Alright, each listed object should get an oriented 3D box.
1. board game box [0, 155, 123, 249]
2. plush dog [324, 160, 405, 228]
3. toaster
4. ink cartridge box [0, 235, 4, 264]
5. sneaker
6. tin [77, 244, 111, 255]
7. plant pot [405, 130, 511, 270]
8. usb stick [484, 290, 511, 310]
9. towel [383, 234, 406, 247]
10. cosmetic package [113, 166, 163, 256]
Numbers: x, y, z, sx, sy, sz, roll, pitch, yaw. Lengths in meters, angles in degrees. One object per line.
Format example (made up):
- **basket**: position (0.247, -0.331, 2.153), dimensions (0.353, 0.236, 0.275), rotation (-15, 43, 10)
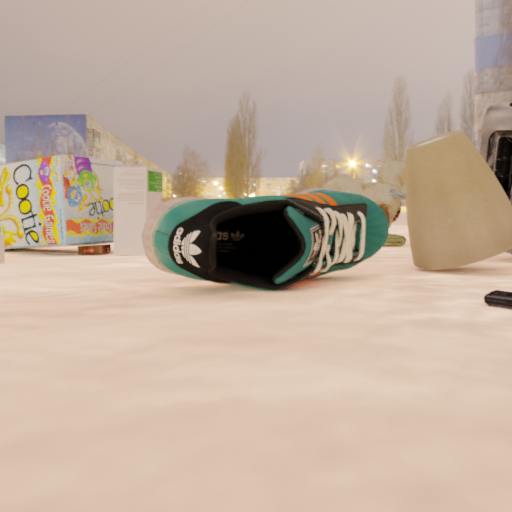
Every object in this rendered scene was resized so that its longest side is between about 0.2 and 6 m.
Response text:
- **board game box**: position (-4.344, -0.987, 11.233), dimensions (3.173, 1.634, 1.664), rotation (-2, 3, 29)
- **plush dog**: position (2.966, -1.114, 14.280), dimensions (2.272, 1.823, 1.951), rotation (-17, -28, -1)
- **toaster**: position (4.798, -1.082, 8.391), dimensions (1.664, 2.804, 2.536), rotation (-6, 14, -34)
- **ink cartridge box**: position (-4.545, -0.092, 8.255), dimensions (1.359, 0.453, 0.787), rotation (1, 4, 15)
- **sneaker**: position (0.420, -0.127, 5.652), dimensions (2.922, 1.043, 1.168), rotation (-6, 14, -32)
- **tin**: position (-3.043, -0.122, 10.543), dimensions (0.522, 0.195, 0.932), rotation (1, 2, -3)
- **plant pot**: position (2.456, -0.772, 7.104), dimensions (1.393, 1.487, 1.393), rotation (-21, 10, 4)
- **usb stick**: position (2.063, 0.358, 4.106), dimensions (0.224, 0.132, 0.807), rotation (-10, 9, -30)
- **towel**: position (2.702, -0.395, 13.414), dimensions (1.509, 0.275, 1.120), rotation (-3, 11, -27)
- **cosmetic package**: position (-2.174, -0.821, 10.357), dimensions (0.683, 1.611, 0.867), rotation (1, 6, 11)
